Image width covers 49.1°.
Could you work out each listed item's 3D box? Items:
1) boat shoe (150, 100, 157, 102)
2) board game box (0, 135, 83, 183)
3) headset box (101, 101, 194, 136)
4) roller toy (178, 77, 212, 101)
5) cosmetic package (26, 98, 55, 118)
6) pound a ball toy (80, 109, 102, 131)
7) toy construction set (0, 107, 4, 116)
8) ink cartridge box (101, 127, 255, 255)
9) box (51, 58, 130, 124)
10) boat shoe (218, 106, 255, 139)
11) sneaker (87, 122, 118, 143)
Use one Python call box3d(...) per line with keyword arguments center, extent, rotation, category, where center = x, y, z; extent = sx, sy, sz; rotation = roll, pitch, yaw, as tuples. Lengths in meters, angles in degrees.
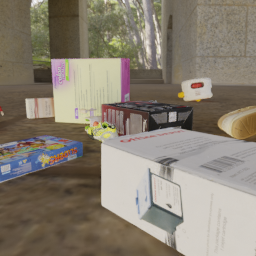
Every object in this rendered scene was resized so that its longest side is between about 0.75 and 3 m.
box3d(center=(1.349, -1.218, 15.314), extent=(0.541, 0.585, 1.584), rotation=(-14, 3, -2), category="boat shoe")
box3d(center=(-2.390, 0.617, 6.639), extent=(1.499, 0.382, 2.214), rotation=(9, 14, 37), category="board game box")
box3d(center=(0.504, -0.308, 9.490), extent=(2.018, 1.019, 2.715), rotation=(-9, 15, -38), category="headset box")
box3d(center=(4.926, -2.688, 20.052), extent=(2.251, 1.573, 2.053), rotation=(-9, 3, -32), category="roller toy")
box3d(center=(-3.760, -0.959, 13.060), extent=(1.797, 0.929, 0.784), rotation=(-7, 8, -26), category="cosmetic package")
box3d(center=(-1.102, -0.332, 10.268), extent=(1.266, 0.825, 0.538), rotation=(-9, 14, -41), category="pound a ball toy")
box3d(center=(-5.578, -0.434, 11.265), extent=(1.122, 0.862, 0.936), rotation=(-24, -24, -25), category="toy construction set")
box3d(center=(1.125, 0.786, 3.909), extent=(1.910, 1.120, 2.608), rotation=(-9, 13, -41), category="ink cartridge box")
box3d(center=(-1.498, -1.592, 11.828), extent=(2.979, 2.620, 1.440), rotation=(2, 14, 14), category="box")
box3d(center=(4.341, -0.337, 9.653), extent=(2.910, 1.073, 1.007), rotation=(-7, 19, -28), category="boat shoe")
box3d(center=(-0.770, 0.080, 8.764), extent=(0.603, 0.611, 1.600), rotation=(-11, 14, -36), category="sneaker")
